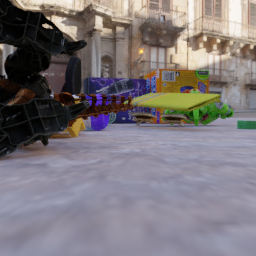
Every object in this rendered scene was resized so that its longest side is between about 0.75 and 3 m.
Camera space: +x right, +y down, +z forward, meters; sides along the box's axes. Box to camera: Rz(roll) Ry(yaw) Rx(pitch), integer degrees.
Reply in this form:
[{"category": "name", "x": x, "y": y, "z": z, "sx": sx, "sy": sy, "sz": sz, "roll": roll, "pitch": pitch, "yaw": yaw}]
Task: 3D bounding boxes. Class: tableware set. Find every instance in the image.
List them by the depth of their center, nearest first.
[{"category": "tableware set", "x": 1.049, "y": -0.251, "z": 9.781, "sx": 1.937, "sy": 0.388, "sz": 1.280, "roll": 3, "pitch": -4, "yaw": 18}]

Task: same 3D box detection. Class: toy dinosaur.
[{"category": "toy dinosaur", "x": -1.352, "y": -0.394, "z": 3.413, "sx": 2.952, "sy": 1.508, "sz": 2.004, "roll": -25, "pitch": -2, "yaw": -28}]

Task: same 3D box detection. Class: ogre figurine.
[{"category": "ogre figurine", "x": 2.541, "y": -0.638, "z": 10.338, "sx": 2.598, "sy": 1.275, "sz": 1.558, "roll": 16, "pitch": -11, "yaw": 17}]

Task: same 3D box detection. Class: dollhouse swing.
[{"category": "dollhouse swing", "x": -1.461, "y": 0.034, "z": 5.214, "sx": 1.236, "sy": 1.087, "sz": 1.123, "roll": 1, "pitch": 44, "yaw": 4}]

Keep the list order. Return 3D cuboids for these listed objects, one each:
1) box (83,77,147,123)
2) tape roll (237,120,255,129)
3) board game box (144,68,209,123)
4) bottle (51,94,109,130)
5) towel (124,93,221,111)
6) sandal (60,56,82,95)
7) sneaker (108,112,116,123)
[{"category": "box", "x": -0.658, "y": -1.294, "z": 13.607, "sx": 2.910, "sy": 2.154, "sz": 1.518, "roll": -2, "pitch": 4, "yaw": -17}, {"category": "tape roll", "x": 3.626, "y": -0.098, "z": 7.921, "sx": 1.008, "sy": 0.242, "sz": 1.008, "roll": 1, "pitch": 3, "yaw": 0}, {"category": "board game box", "x": 2.278, "y": -1.480, "z": 13.798, "sx": 2.465, "sy": 2.463, "sz": 2.463, "roll": -1, "pitch": 3, "yaw": -14}, {"category": "bottle", "x": -1.888, "y": -0.397, "z": 7.123, "sx": 2.750, "sy": 0.898, "sz": 1.149, "roll": 0, "pitch": 6, "yaw": 2}, {"category": "towel", "x": 1.107, "y": -0.730, "z": 7.993, "sx": 1.249, "sy": 0.262, "sz": 2.902, "roll": -22, "pitch": 18, "yaw": -29}, {"category": "sandal", "x": -1.936, "y": -1.171, "z": 9.041, "sx": 0.673, "sy": 1.057, "sz": 2.811, "roll": 15, "pitch": -40, "yaw": -1}, {"category": "sneaker", "x": -1.730, "y": -0.508, "z": 10.899, "sx": 2.906, "sy": 1.128, "sz": 1.254, "roll": 11, "pitch": -3, "yaw": 38}]
